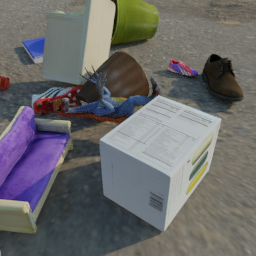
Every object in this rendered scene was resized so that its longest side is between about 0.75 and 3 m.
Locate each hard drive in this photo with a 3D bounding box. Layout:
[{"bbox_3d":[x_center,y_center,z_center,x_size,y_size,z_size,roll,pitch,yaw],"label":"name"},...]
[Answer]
[{"bbox_3d":[-3.789,-3.588,12.681,1.472,0.283,2.231,-18,41,-23],"label":"hard drive"}]

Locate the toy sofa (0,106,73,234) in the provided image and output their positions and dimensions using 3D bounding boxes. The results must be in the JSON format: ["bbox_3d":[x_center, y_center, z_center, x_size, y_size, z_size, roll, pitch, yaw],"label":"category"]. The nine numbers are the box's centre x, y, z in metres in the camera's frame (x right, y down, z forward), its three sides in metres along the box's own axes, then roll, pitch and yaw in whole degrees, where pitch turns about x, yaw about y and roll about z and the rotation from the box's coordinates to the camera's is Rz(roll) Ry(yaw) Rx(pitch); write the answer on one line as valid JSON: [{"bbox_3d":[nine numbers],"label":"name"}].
[{"bbox_3d":[-2.151,0.729,6.081,1.134,1.337,2.739,5,36,6],"label":"toy sofa"}]

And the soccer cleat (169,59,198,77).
[{"bbox_3d":[2.141,-2.317,10.846,1.251,0.458,0.427,25,44,30],"label":"soccer cleat"}]

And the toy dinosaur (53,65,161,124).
[{"bbox_3d":[-0.425,-0.443,7.043,2.599,2.865,1.504,-25,1,4],"label":"toy dinosaur"}]

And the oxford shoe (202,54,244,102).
[{"bbox_3d":[3.228,-1.804,9.662,0.943,1.095,2.594,-4,39,-9],"label":"oxford shoe"}]

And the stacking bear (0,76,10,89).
[{"bbox_3d":[-4.762,-1.697,9.908,1.165,0.707,0.662,15,-1,8],"label":"stacking bear"}]

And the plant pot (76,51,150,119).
[{"bbox_3d":[-0.583,-1.110,8.463,1.835,1.715,1.715,-39,51,-24],"label":"plant pot"}]

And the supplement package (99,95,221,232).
[{"bbox_3d":[0.700,0.624,5.967,1.585,1.597,2.104,24,43,29],"label":"supplement package"}]

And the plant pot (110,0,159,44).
[{"bbox_3d":[0.142,-5.118,13.328,2.310,2.400,2.400,-2,35,-24],"label":"plant pot"}]

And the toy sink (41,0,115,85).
[{"bbox_3d":[-1.653,-2.937,9.302,1.580,2.820,1.838,13,13,17],"label":"toy sink"}]

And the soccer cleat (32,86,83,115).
[{"bbox_3d":[-2.058,-1.029,8.964,2.059,0.707,0.877,-19,45,-17],"label":"soccer cleat"}]
